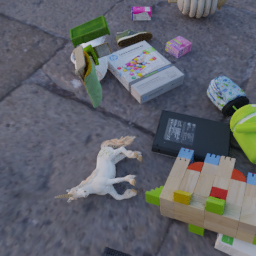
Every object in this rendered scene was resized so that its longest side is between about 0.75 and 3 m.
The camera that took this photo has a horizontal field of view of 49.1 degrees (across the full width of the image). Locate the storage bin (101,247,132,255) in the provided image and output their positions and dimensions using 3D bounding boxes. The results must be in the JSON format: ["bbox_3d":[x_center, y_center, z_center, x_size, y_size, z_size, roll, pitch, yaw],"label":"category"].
[{"bbox_3d":[-0.412,3.447,6.082,0.649,0.936,1.385,15,53,10],"label":"storage bin"}]

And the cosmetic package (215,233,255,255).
[{"bbox_3d":[2.793,2.833,6.847,1.150,0.488,0.619,18,52,15],"label":"cosmetic package"}]

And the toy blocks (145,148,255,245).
[{"bbox_3d":[2.235,1.558,7.306,2.972,1.485,2.032,12,43,24],"label":"toy blocks"}]

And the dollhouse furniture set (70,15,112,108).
[{"bbox_3d":[-0.699,-1.631,6.876,0.950,1.240,1.893,-19,49,5],"label":"dollhouse furniture set"}]

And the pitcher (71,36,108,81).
[{"bbox_3d":[-1.577,-2.597,10.767,1.692,1.196,1.972,-26,52,31],"label":"pitcher"}]

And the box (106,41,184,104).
[{"bbox_3d":[0.572,-2.231,10.785,1.992,0.526,2.555,-27,56,-20],"label":"box"}]

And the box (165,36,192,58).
[{"bbox_3d":[2.125,-3.414,11.778,0.825,0.399,0.726,-34,59,-23],"label":"box"}]

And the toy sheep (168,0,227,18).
[{"bbox_3d":[3.238,-6.021,12.966,2.705,1.865,1.865,5,52,7],"label":"toy sheep"}]

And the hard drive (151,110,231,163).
[{"bbox_3d":[2.044,0.309,8.879,2.304,0.379,1.608,13,53,10],"label":"hard drive"}]

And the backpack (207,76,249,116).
[{"bbox_3d":[3.392,-1.182,9.777,1.087,1.025,1.333,-20,41,-15],"label":"backpack"}]

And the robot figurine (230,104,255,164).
[{"bbox_3d":[3.903,0.204,8.345,1.873,1.235,2.135,6,49,-40],"label":"robot figurine"}]

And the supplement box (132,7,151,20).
[{"bbox_3d":[0.636,-5.442,13.321,0.909,0.460,0.470,0,51,0],"label":"supplement box"}]

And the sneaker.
[{"bbox_3d":[0.217,-4.054,12.179,1.593,0.534,0.715,-16,58,-8],"label":"sneaker"}]

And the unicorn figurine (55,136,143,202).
[{"bbox_3d":[-0.599,1.311,7.868,1.787,0.961,2.601,1,37,13],"label":"unicorn figurine"}]
